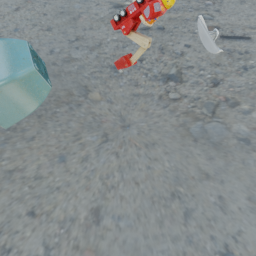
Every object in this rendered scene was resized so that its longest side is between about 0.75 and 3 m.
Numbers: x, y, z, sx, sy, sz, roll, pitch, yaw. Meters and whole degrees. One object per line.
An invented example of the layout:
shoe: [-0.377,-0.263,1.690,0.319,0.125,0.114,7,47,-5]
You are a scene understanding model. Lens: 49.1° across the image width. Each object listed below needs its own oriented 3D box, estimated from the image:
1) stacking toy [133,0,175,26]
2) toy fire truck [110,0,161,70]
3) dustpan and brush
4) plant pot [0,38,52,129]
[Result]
stacking toy: [1.040,-3.970,8.580,1.603,1.171,1.171,-16,42,32]
toy fire truck: [0.181,-2.237,6.645,0.419,1.719,1.212,-34,101,-45]
dustpan and brush: [2.398,-2.565,8.112,0.465,1.625,1.134,-29,85,4]
plant pot: [-2.897,-1.235,6.992,1.646,1.611,1.616,-24,63,1]
